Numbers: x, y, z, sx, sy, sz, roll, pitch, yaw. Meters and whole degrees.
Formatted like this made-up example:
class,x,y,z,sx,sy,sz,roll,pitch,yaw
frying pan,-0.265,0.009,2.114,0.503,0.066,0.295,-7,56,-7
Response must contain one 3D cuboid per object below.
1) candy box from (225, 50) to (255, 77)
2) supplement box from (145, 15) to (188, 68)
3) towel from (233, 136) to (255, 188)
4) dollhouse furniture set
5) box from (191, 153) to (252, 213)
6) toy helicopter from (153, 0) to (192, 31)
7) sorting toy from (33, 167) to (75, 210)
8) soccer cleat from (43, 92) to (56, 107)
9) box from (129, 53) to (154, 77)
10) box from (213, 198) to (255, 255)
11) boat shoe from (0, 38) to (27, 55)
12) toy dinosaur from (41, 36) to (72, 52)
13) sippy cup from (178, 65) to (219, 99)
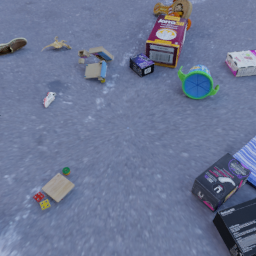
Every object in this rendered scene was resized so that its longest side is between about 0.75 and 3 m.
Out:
class,x,y,z,sx,sy,sz,roll,pitch,yaw
candy box,5.588,-2.992,12.822,1.816,0.554,1.238,-6,48,-5
supplement box,1.882,-4.233,13.512,1.508,1.170,2.733,12,49,11
towel,4.655,1.066,9.381,2.409,0.287,1.744,-33,57,-26
dollhouse furniture set,-1.470,-2.695,12.720,1.468,1.015,1.555,-1,77,28
box,2.817,1.635,8.504,1.540,0.817,0.941,-30,55,-24
toy helicopter,2.385,-6.559,15.299,1.170,1.961,2.966,4,22,-36
sorting toy,-2.175,1.909,8.641,0.723,0.254,1.500,29,54,24
soccer cleat,-3.176,-1.160,11.375,0.366,0.295,0.859,0,43,5
box,0.618,-2.864,12.737,0.735,0.518,0.994,-27,54,-22
box,3.485,2.687,7.632,1.831,0.722,1.292,-14,53,-12
boat shoe,-5.653,-3.914,13.701,1.527,0.564,0.565,-22,54,-4
toy dinosaur,-3.587,-4.205,14.002,1.505,0.438,0.761,-4,50,-4
sippy cup,2.911,-2.004,11.590,1.260,1.605,1.176,-20,28,30
